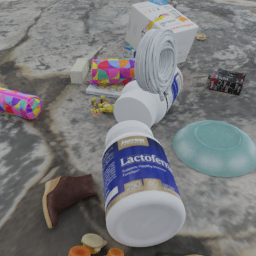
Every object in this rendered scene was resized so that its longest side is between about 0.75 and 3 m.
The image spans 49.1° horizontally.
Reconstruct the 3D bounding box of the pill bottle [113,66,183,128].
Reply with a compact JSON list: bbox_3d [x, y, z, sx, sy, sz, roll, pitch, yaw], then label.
[{"bbox_3d":[0.728,-1.111,9.535,1.629,1.629,2.815,16,39,21],"label":"pill bottle"}]

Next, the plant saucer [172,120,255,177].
[{"bbox_3d":[2.654,0.392,8.446,2.584,0.497,2.584,0,35,0],"label":"plant saucer"}]

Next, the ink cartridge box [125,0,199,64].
[{"bbox_3d":[1.538,-4.501,13.409,1.996,1.961,2.711,-24,59,-29],"label":"ink cartridge box"}]

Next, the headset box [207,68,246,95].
[{"bbox_3d":[4.039,-1.952,11.630,1.425,0.550,1.061,18,39,20],"label":"headset box"}]

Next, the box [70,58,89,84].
[{"bbox_3d":[-2.125,-2.552,12.417,0.514,0.617,1.503,3,35,4],"label":"box"}]

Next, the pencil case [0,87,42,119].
[{"bbox_3d":[-4.109,-0.926,9.944,2.077,0.918,0.918,15,38,18],"label":"pencil case"}]

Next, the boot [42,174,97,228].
[{"bbox_3d":[-1.359,1.642,6.660,1.218,0.530,1.464,-8,33,-9],"label":"boot"}]

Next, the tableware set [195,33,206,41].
[{"bbox_3d":[4.006,-5.523,16.890,1.567,0.182,1.309,2,36,4],"label":"tableware set"}]

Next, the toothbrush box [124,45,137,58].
[{"bbox_3d":[0.452,-3.968,14.483,1.123,0.479,0.822,-25,43,-32],"label":"toothbrush box"}]

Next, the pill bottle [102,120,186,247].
[{"bbox_3d":[0.203,1.105,6.496,1.595,1.595,2.756,-5,36,-6],"label":"pill bottle"}]

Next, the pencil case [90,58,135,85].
[{"bbox_3d":[-0.342,-2.306,11.410,2.472,1.093,1.093,-3,36,-5],"label":"pencil case"}]

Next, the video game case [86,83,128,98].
[{"bbox_3d":[-0.690,-1.817,11.739,1.599,0.201,1.757,10,37,13],"label":"video game case"}]

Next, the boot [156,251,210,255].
[{"bbox_3d":[1.089,2.800,5.215,1.186,0.459,0.820,-6,39,15],"label":"boot"}]

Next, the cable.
[{"bbox_3d":[0.642,-1.437,6.073,0.478,1.380,1.380,15,75,30],"label":"cable"}]

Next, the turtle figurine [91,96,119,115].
[{"bbox_3d":[-0.756,-0.816,10.124,1.467,0.473,1.183,-27,35,-19],"label":"turtle figurine"}]

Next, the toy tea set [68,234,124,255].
[{"bbox_3d":[-0.413,2.736,5.280,1.759,0.651,1.046,18,10,28],"label":"toy tea set"}]
